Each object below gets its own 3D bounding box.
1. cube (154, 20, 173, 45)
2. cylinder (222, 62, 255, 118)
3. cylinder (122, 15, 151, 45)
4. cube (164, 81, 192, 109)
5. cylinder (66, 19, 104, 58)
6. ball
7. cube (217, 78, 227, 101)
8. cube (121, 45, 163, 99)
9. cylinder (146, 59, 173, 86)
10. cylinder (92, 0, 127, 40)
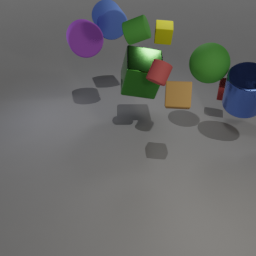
[{"bbox_3d":[1.467,-3.934,11.530,0.700,0.700,0.700,5,51,2],"label":"cube"},{"bbox_3d":[4.052,-1.286,9.631,1.400,1.400,1.400,-4,53,6],"label":"cylinder"},{"bbox_3d":[0.265,-2.958,8.461,0.700,0.700,0.700,-14,27,19],"label":"cylinder"},{"bbox_3d":[1.404,-0.905,7.836,0.700,0.700,0.700,3,1,10],"label":"cube"},{"bbox_3d":[-1.814,-3.736,11.620,1.400,1.400,1.400,-8,25,-12],"label":"cylinder"},{"bbox_3d":[2.865,-2.278,9.862,1.400,1.400,1.400,0,31,0],"label":"ball"},{"bbox_3d":[4.175,-1.611,11.810,0.700,0.700,0.700,11,47,16],"label":"cube"},{"bbox_3d":[0.520,-2.170,11.005,1.400,1.400,1.400,7,54,-10],"label":"cube"},{"bbox_3d":[1.057,-1.871,9.463,0.700,0.700,0.700,23,4,-2],"label":"cylinder"},{"bbox_3d":[-0.870,-5.032,12.983,1.400,1.400,1.400,-9,43,-14],"label":"cylinder"}]
